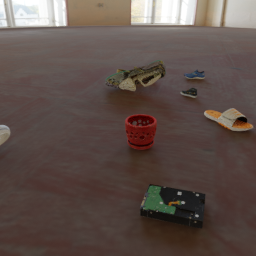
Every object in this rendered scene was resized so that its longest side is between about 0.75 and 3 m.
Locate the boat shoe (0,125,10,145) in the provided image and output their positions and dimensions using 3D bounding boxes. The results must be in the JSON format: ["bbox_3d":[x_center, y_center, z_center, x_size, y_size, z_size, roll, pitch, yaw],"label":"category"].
[{"bbox_3d":[-3.701,0.574,7.187,0.637,0.702,1.908,31,39,14],"label":"boat shoe"}]

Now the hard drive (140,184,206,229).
[{"bbox_3d":[0.892,1.506,5.489,1.177,0.223,0.822,8,26,15],"label":"hard drive"}]

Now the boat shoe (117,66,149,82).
[{"bbox_3d":[0.403,-2.702,14.000,1.970,0.750,0.706,-3,24,-6],"label":"boat shoe"}]

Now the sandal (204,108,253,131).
[{"bbox_3d":[3.264,-0.413,9.291,0.706,0.528,1.842,-15,29,-29],"label":"sandal"}]

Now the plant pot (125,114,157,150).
[{"bbox_3d":[0.352,0.130,7.802,0.865,0.788,0.865,0,24,0],"label":"plant pot"}]

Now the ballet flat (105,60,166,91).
[{"bbox_3d":[0.392,-2.203,12.549,2.820,1.014,1.014,-19,26,1],"label":"ballet flat"}]

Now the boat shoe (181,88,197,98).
[{"bbox_3d":[2.627,-1.570,12.003,0.287,0.368,0.811,-22,33,-40],"label":"boat shoe"}]

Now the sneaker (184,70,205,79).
[{"bbox_3d":[3.457,-2.822,14.597,1.082,0.482,0.425,0,25,0],"label":"sneaker"}]
